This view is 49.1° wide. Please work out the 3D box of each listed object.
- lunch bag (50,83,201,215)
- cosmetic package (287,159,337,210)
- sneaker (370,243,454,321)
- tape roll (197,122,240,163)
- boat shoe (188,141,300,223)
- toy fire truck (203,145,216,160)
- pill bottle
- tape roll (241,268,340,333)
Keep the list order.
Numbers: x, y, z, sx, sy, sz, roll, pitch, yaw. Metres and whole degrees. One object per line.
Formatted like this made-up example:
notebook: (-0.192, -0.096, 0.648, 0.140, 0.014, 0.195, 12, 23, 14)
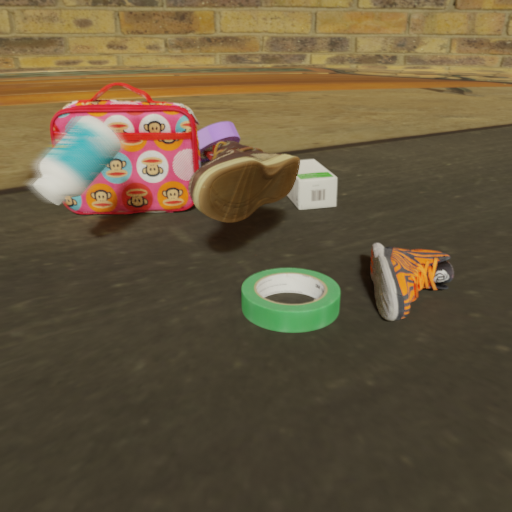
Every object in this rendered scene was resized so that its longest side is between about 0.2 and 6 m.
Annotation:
lunch bag: (-2.489, -2.104, 10.972, 2.800, 2.467, 1.147, -2, 23, -5)
cosmetic package: (1.087, -1.548, 11.988, 0.852, 0.672, 1.584, -7, 25, -11)
sneaker: (2.159, 0.273, 7.581, 1.081, 0.748, 1.929, 2, 23, 7)
tape roll: (-1.133, -2.978, 14.713, 1.380, 0.453, 1.380, -24, -5, -2)
boat shoe: (-0.279, -1.120, 7.714, 0.886, 0.888, 2.462, 29, 29, 20)
toy fire truck: (-0.780, -2.652, 14.654, 1.082, 0.607, 0.908, -5, 25, -14)
pill bottle: (-2.513, -1.301, 7.797, 0.681, 0.681, 1.230, 19, 66, 38)
tape roll: (0.457, 0.560, 7.455, 1.308, 0.314, 1.308, 0, 22, 0)
